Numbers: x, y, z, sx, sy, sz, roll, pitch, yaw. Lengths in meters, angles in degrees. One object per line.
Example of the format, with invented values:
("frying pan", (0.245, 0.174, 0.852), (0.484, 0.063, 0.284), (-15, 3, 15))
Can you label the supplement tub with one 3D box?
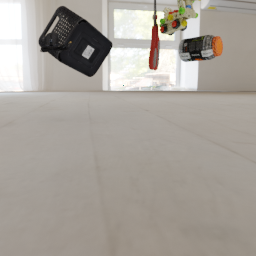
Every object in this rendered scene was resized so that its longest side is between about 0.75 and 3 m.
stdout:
("supplement tub", (2.246, -2.462, 8.683), (1.209, 0.741, 0.741), (5, 10, 40))

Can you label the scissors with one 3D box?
("scissors", (0.628, -2.435, 6.492), (0.158, 2.272, 0.831), (7, 24, 18))

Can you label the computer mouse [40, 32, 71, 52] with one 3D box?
("computer mouse", (-1.664, -2.069, 6.590), (0.675, 0.221, 0.961), (-3, 38, 0))

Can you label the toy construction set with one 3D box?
("toy construction set", (1.056, -2.520, 6.131), (0.597, 0.850, 1.296), (1, 1, -18))

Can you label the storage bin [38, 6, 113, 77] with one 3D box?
("storage bin", (-1.909, -3.194, 10.719), (1.177, 1.697, 2.510), (39, 9, 23))
